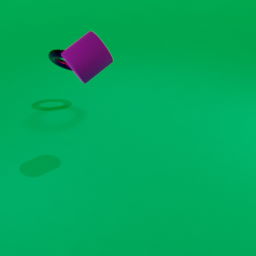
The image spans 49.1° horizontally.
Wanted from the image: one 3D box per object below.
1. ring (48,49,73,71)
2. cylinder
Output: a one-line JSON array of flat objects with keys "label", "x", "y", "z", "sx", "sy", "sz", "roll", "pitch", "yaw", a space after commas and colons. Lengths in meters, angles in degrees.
[{"label": "ring", "x": -1.961, "y": -2.214, "z": 9.273, "sx": 1.356, "sy": 0.271, "sz": 1.356, "roll": 13, "pitch": -8, "yaw": 2}, {"label": "cylinder", "x": -0.768, "y": -1.334, "z": 5.325, "sx": 0.715, "sy": 0.715, "sz": 0.715, "roll": -39, "pitch": 39, "yaw": -4}]
